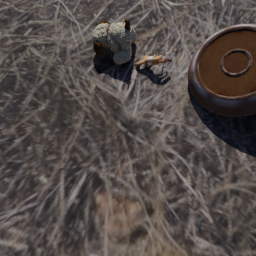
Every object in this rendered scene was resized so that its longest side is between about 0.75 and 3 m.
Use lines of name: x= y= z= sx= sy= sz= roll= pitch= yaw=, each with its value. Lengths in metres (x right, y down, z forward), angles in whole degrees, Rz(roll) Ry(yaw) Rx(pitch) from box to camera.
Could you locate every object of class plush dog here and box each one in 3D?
plush dog: x=-0.527 y=-3.001 z=9.152 sx=1.352 sy=1.263 sz=1.574 roll=5 pitch=60 yaw=12

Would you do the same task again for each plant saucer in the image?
plant saucer: x=3.092 y=-1.775 z=7.958 sx=2.933 sy=0.470 sz=2.933 roll=-9 pitch=70 yaw=25

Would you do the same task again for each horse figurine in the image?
horse figurine: x=0.827 y=-2.215 z=9.037 sx=1.118 sy=0.279 sz=0.741 roll=15 pitch=45 yaw=35
